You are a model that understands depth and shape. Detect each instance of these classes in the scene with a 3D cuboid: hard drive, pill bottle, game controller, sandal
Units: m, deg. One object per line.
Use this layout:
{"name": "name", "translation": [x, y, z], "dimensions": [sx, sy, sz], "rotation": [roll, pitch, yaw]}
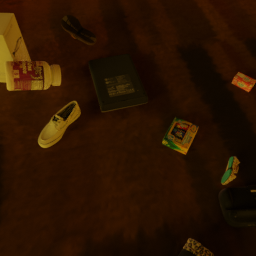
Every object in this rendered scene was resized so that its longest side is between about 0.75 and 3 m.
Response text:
{"name": "hard drive", "translation": [-0.484, -2.021, 11.928], "dimensions": [1.937, 0.456, 2.775], "rotation": [-13, 55, -8]}
{"name": "pill bottle", "translation": [-3.755, -2.087, 11.133], "dimensions": [2.041, 1.146, 1.146], "rotation": [-6, 54, -23]}
{"name": "game controller", "translation": [4.233, 2.454, 8.924], "dimensions": [2.537, 0.534, 1.323], "rotation": [-2, 41, -2]}
{"name": "sandal", "translation": [-2.438, -4.737, 13.819], "dimensions": [2.173, 0.593, 0.888], "rotation": [36, 69, 6]}

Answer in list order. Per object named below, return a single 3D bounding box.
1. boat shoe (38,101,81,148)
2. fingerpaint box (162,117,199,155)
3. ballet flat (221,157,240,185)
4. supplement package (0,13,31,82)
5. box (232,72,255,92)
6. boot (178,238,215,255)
{"name": "boat shoe", "translation": [-2.643, -0.234, 10.559], "dimensions": [0.787, 0.715, 2.141], "rotation": [25, 59, 17]}
{"name": "fingerpaint box", "translation": [1.951, 0.264, 10.399], "dimensions": [0.957, 0.421, 1.147], "rotation": [25, 59, 16]}
{"name": "ballet flat", "translation": [3.560, 1.496, 9.581], "dimensions": [0.375, 0.443, 1.172], "rotation": [35, 63, -5]}
{"name": "supplement package", "translation": [-5.197, -3.249, 11.564], "dimensions": [1.458, 2.486, 1.453], "rotation": [3, 55, 2]}
{"name": "box", "translation": [4.943, -1.972, 11.961], "dimensions": [0.826, 0.391, 0.424], "rotation": [34, 62, 21]}
{"name": "boot", "translation": [2.006, 4.347, 7.299], "dimensions": [2.482, 0.896, 1.875], "rotation": [37, 61, 22]}
